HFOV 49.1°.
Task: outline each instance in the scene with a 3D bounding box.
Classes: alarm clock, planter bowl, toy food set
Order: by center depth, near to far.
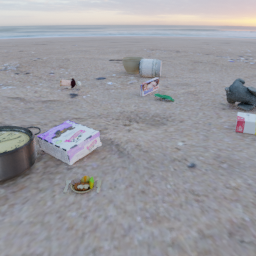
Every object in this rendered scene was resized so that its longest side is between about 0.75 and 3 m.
[{"bbox_3d":[-1.102,1.351,6.768,0.882,0.177,0.609,0,23,-1],"label":"toy food set"},{"bbox_3d":[-3.346,0.568,7.605,1.988,0.981,2.947,7,26,18],"label":"alarm clock"},{"bbox_3d":[0.342,-4.220,18.923,1.495,1.006,1.495,0,23,0],"label":"planter bowl"}]

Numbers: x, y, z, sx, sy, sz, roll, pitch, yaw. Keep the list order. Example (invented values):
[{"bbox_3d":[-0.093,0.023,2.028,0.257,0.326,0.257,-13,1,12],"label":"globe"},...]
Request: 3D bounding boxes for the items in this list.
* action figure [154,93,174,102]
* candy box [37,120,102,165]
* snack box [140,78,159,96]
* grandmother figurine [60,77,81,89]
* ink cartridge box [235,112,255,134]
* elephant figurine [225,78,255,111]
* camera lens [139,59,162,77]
[{"bbox_3d":[1.751,-1.428,13.265,0.951,0.260,0.562,19,28,24],"label":"action figure"},{"bbox_3d":[-1.754,0.385,8.412,1.480,0.529,1.241,18,37,38],"label":"candy box"},{"bbox_3d":[1.136,-2.136,14.466,0.210,0.620,1.724,14,27,30],"label":"snack box"},{"bbox_3d":[-3.079,-2.413,15.084,1.128,0.684,0.341,5,-2,-8],"label":"grandmother figurine"},{"bbox_3d":[4.446,-0.139,9.901,1.160,0.484,0.842,9,24,20],"label":"ink cartridge box"},{"bbox_3d":[5.232,-1.322,12.042,1.790,1.266,1.389,34,67,30],"label":"elephant figurine"},{"bbox_3d":[1.406,-3.812,17.812,1.386,1.109,1.109,5,23,11],"label":"camera lens"}]
